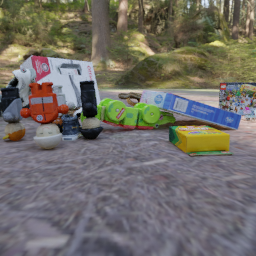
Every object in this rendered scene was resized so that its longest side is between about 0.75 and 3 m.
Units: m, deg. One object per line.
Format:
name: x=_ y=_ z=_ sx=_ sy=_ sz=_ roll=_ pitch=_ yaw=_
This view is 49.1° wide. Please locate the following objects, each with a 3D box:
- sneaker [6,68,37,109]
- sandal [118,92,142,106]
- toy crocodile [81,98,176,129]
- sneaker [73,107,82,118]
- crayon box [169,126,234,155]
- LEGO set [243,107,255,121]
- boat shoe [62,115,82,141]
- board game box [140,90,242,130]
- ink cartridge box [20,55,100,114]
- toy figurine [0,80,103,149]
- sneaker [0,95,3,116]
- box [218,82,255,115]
sneaker: x=-2.717 y=-0.845 z=6.887 sx=0.619 sy=1.398 sz=0.518 roll=-10 pitch=44 yaw=-42
sandal: x=0.238 y=-1.121 z=11.175 sx=0.814 sy=0.547 sz=2.027 roll=5 pitch=2 yaw=-30
toy crocodile: x=0.042 y=-0.317 z=7.806 sx=2.741 sy=0.846 sz=0.925 roll=4 pitch=8 yaw=-24
sneaker: x=-1.606 y=-0.625 z=10.075 sx=0.312 sy=0.846 sz=0.338 roll=42 pitch=5 yaw=-22
crayon box: x=1.465 y=0.228 z=5.781 sx=0.896 sy=0.359 sz=1.412 roll=-1 pitch=10 yaw=-9
LEGO set: x=5.108 y=-0.699 z=9.863 sx=2.198 sy=0.818 sz=1.011 roll=-7 pitch=12 yaw=-35
boat shoe: x=-1.334 y=-0.076 z=6.927 sx=0.443 sy=0.568 sz=1.252 roll=0 pitch=10 yaw=1
board game box: x=1.773 y=-0.586 z=8.463 sx=2.247 sy=0.487 sz=2.236 roll=14 pitch=4 yaw=-19
ink cartridge box: x=-2.440 y=-1.534 z=10.449 sx=2.586 sy=1.898 sz=1.072 roll=-7 pitch=-9 yaw=-45
toy figurine: x=-1.748 y=-0.318 z=6.440 sx=1.945 sy=1.374 sz=1.976 roll=0 pitch=9 yaw=36
sneaker: x=-4.142 y=-1.020 z=11.152 sx=2.750 sy=1.019 sz=1.217 roll=1 pitch=12 yaw=2
box: x=4.596 y=-1.175 z=11.246 sx=0.358 sy=1.299 sz=1.902 roll=-9 pitch=13 yaw=-42
